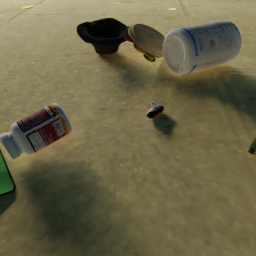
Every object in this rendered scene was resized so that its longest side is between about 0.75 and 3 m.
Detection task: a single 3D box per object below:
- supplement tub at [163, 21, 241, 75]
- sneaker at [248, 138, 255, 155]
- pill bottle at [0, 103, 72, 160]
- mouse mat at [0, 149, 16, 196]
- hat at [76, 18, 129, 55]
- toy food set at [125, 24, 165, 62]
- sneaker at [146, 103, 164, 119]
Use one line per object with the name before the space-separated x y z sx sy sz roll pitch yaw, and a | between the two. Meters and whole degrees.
supplement tub | 2.819 -3.114 10.812 2.601 1.716 1.716 -18 40 -24
sneaker | 3.985 0.358 6.907 2.123 0.816 0.941 -15 46 -16
pill bottle | -2.256 0.096 6.880 1.559 0.881 0.881 -30 45 -20
mouse mat | -3.751 0.912 6.317 1.841 0.086 2.288 -12 39 -32
hat | -1.017 -3.937 12.555 2.596 1.047 2.596 0 45 0
toy food set | 0.880 -3.726 12.048 2.176 0.529 2.154 48 41 13
sneaker | 0.708 -0.534 8.509 0.416 0.259 0.777 29 41 35
